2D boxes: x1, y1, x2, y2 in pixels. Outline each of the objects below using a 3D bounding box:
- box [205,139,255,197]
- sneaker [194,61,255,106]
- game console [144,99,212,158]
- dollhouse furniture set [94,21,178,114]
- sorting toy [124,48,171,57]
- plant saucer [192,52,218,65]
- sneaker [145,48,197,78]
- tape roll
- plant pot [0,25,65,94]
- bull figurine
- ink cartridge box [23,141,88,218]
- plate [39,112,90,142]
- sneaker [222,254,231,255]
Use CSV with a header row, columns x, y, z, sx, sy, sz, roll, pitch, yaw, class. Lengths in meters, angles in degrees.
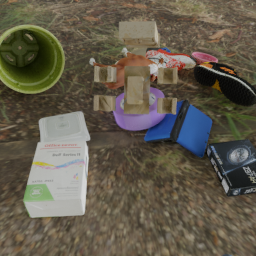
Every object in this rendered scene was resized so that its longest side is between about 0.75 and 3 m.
x,y,z,sx,sy,sz,roll,pitch,yaw,class
3.146,1.084,7.959,1.332,0.362,1.663,-6,44,-6,box
3.900,-1.873,10.642,1.241,0.965,2.758,-32,50,-25,sneaker
1.674,0.062,9.167,1.602,1.110,1.876,-11,34,36,game console
0.326,-1.715,8.527,2.349,2.558,1.664,2,8,9,dollhouse furniture set
0.685,-3.101,12.428,2.507,0.342,1.412,-26,45,-24,sorting toy
3.294,-2.960,12.138,1.141,0.289,1.141,9,31,-6,plant saucer
1.745,-2.518,11.594,2.233,0.746,1.197,13,68,-11,sneaker
0.382,-0.680,9.390,1.757,0.576,1.757,-10,36,7,tape roll
-4.055,-2.901,10.970,2.500,2.500,2.299,-22,36,-21,plant pot
0.006,-2.132,9.946,1.668,0.895,2.748,33,41,32,bull figurine
-1.823,1.120,7.589,1.400,0.805,2.390,-2,43,-2,ink cartridge box
-2.124,-0.018,9.164,1.530,0.248,1.533,-12,41,-12,plate
2.466,3.299,5.560,0.647,0.544,1.651,-1,40,-25,sneaker
